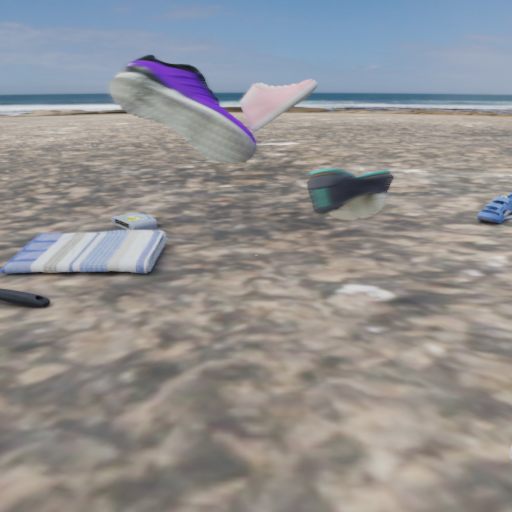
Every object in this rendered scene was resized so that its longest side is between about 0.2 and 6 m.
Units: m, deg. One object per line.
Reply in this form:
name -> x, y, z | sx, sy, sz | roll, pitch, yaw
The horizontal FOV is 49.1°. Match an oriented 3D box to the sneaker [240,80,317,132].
sneaker -> 0.381, -3.221, 11.101 | 1.566, 0.819, 0.589 | -31, 2, 16

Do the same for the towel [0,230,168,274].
towel -> -3.024, -0.054, 10.277 | 2.580, 0.307, 1.895 | -2, 20, 1

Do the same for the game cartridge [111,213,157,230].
game cartridge -> -2.718, -0.772, 12.635 | 0.704, 0.214, 1.056 | -11, 21, -40

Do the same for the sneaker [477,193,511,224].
sneaker -> 5.631, -1.108, 13.010 | 1.441, 0.593, 0.533 | -16, 26, -37

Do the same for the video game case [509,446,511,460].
video game case -> 3.030, 1.694, 5.180 | 1.096, 0.133, 1.204 | 11, 21, 30

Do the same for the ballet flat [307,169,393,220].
ballet flat -> 1.380, -0.856, 7.938 | 0.737, 0.737, 2.017 | 13, 14, 35

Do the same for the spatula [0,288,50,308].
spatula -> -4.280, 0.576, 8.404 | 2.513, 0.258, 0.710 | 4, 20, 10

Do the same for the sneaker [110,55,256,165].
sneaker -> -1.243, -3.167, 11.484 | 3.117, 1.084, 1.550 | 29, 50, -9
